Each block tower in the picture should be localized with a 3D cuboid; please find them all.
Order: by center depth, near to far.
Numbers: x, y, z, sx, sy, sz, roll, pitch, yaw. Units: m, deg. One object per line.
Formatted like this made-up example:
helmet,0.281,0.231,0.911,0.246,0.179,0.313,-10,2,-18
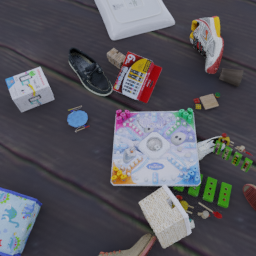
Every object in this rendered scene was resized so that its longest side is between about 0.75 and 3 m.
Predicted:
block tower,-0.122,-2.505,11.048,1.573,0.425,0.455,41,72,17

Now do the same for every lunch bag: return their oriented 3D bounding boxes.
lunch bag,-3.766,2.621,8.082,1.970,1.255,1.675,18,65,-2

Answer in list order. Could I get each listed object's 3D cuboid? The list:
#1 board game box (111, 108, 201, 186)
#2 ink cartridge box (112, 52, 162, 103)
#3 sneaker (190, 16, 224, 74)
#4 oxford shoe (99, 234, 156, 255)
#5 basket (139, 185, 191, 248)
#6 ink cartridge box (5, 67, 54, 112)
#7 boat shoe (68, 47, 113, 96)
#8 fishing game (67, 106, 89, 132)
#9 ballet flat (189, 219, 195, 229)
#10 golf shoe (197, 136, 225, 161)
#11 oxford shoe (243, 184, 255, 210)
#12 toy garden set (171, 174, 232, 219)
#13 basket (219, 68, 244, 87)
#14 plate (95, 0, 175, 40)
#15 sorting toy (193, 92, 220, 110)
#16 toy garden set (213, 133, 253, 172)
board game box,0.882,0.535,9.320,2.797,0.362,2.797,-1,58,6
ink cartridge box,0.357,-1.818,10.235,1.307,0.624,1.489,24,98,11
sneaker,3.069,-3.277,11.156,1.201,1.138,2.924,1,54,5
oxford shoe,-0.359,3.721,7.741,2.616,0.922,0.978,-37,64,-17
basket,1.065,2.545,8.018,0.979,1.217,1.206,-29,46,-7
ink cartridge box,-3.533,-1.394,10.198,1.311,0.957,0.962,-24,68,-11
boat shoe,-1.484,-2.234,10.699,0.909,0.807,2.434,-32,68,-15
fishing game,-1.822,-0.317,10.135,0.755,0.164,1.055,-23,59,-11
ballet flat,1.597,3.107,8.375,0.993,0.356,0.356,-29,67,-12
golf shoe,2.566,0.622,9.343,1.550,0.753,0.607,-23,68,-9
oxford shoe,4.406,2.367,8.673,0.678,0.638,1.813,-25,61,-42
toy garden set,2.235,2.178,8.778,1.716,0.343,1.431,20,58,8
basket,3.946,-1.986,10.759,0.780,0.530,0.703,16,71,12
plate,0.227,-5.416,12.452,2.974,0.481,2.968,-17,66,-8
sorting toy,2.965,-0.939,10.412,1.113,0.188,0.537,-15,65,-8
toy garden set,2.908,0.704,7.809,1.101,0.918,0.220,34,59,28
